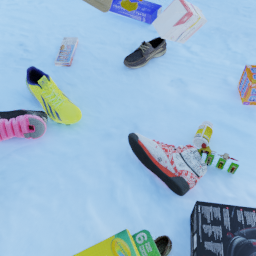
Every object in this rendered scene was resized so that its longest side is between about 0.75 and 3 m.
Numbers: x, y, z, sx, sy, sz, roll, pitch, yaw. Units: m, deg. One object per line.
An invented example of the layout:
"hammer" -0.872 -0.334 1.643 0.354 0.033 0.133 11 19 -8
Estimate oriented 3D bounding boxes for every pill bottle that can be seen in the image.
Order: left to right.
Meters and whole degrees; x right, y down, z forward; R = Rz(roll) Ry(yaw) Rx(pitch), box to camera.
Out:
"pill bottle" 2.226 0.180 8.213 0.452 0.452 0.804 21 53 16

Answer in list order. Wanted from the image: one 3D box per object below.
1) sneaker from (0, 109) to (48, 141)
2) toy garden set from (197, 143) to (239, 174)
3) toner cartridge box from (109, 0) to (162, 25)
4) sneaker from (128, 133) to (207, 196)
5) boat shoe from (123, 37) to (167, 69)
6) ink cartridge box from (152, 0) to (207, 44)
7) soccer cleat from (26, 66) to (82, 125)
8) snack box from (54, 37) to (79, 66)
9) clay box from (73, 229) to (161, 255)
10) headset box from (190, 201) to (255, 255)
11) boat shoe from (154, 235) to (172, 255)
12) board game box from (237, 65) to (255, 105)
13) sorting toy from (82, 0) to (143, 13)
"sneaker" -3.505 -0.204 8.417 2.316 0.915 1.105 2 30 0
"toy garden set" 2.307 0.849 7.344 1.154 0.962 0.230 21 65 17
"toner cartridge box" 0.331 -5.504 12.890 2.240 0.484 1.064 26 54 19
"sneaker" 1.079 0.709 7.599 1.182 0.736 2.205 -34 62 -25
"boat shoe" 0.642 -2.944 10.602 2.026 0.743 0.755 -34 58 -25
"ink cartridge box" 1.536 -2.904 7.766 1.639 0.955 0.553 -13 69 -52
"soccer cleat" -2.431 -1.037 8.799 0.842 1.089 2.603 -35 59 -26
"snack box" -2.401 -3.035 11.028 0.607 0.205 1.689 3 50 2
"clay box" -0.555 3.100 5.321 2.684 0.639 1.542 -27 54 -3
"headset box" 2.540 2.627 5.904 2.324 0.872 1.727 5 51 4
"boat shoe" 0.386 2.851 5.932 0.551 0.552 1.493 32 57 24
"board game box" 4.279 -1.403 9.195 0.943 0.944 0.943 2 50 2
"sorting toy" -0.897 -4.733 9.124 2.960 2.206 0.396 27 74 -8
